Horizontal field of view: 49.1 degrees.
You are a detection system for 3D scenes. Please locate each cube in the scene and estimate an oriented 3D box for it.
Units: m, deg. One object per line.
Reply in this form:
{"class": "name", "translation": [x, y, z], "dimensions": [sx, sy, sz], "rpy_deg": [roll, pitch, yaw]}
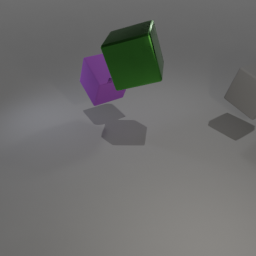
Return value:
{"class": "cube", "translation": [-0.942, -1.970, 11.169], "dimensions": [1.400, 1.400, 1.400], "rpy_deg": [-21, 67, -27]}
{"class": "cube", "translation": [4.698, -1.397, 10.214], "dimensions": [1.400, 1.400, 1.400], "rpy_deg": [-21, 54, -32]}
{"class": "cube", "translation": [0.199, -2.129, 8.212], "dimensions": [1.400, 1.400, 1.400], "rpy_deg": [-10, 32, 16]}
